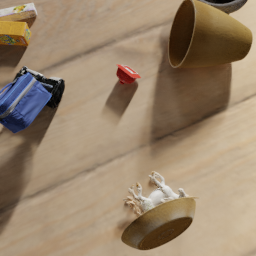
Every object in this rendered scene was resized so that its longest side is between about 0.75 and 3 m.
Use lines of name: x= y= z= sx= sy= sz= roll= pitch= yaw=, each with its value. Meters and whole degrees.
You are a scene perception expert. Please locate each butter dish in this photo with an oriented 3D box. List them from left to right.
butter dish: x=-0.083 y=-1.782 z=9.702 sx=0.809 sy=0.807 sz=0.598 roll=41 pitch=112 yaw=14

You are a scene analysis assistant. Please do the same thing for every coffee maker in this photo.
coffee maker: x=-3.016 y=-1.194 z=9.353 sx=1.463 sy=0.985 sz=1.405 roll=19 pitch=87 yaw=8

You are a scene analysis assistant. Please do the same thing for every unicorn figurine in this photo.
unicorn figurine: x=0.920 y=1.971 z=8.332 sx=1.922 sy=0.710 sz=1.320 roll=-34 pitch=83 yaw=4

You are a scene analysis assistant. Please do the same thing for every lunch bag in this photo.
lunch bag: x=-3.180 y=-0.717 z=8.021 sx=1.106 sy=1.135 sz=1.671 roll=46 pitch=49 yaw=-26

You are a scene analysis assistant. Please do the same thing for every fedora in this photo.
fedora: x=3.127 y=-5.130 z=10.504 sx=2.586 sy=1.320 sz=2.924 roll=-13 pitch=71 yaw=-5

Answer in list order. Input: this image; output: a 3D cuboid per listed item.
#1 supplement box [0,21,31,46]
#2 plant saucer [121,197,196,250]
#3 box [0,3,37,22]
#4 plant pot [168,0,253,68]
supplement box: x=-4.602 y=-3.490 z=10.280 sx=1.886 sy=0.628 sz=0.649 roll=2 pitch=70 yaw=1
plant saucer: x=0.832 y=2.404 z=6.727 sx=2.033 sy=2.033 sz=0.360 roll=-23 pitch=52 yaw=-8
box: x=-4.460 y=-4.346 z=10.721 sx=1.878 sy=0.389 sz=0.363 roll=-15 pitch=70 yaw=-4
plant pot: x=2.844 y=-2.980 z=9.487 sx=2.367 sy=2.206 sz=2.206 roll=6 pitch=70 yaw=-13
